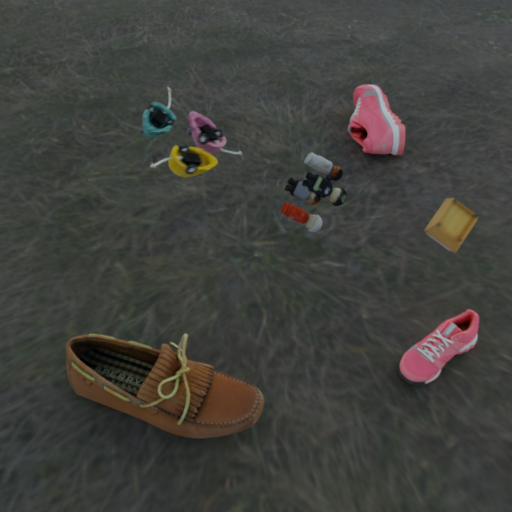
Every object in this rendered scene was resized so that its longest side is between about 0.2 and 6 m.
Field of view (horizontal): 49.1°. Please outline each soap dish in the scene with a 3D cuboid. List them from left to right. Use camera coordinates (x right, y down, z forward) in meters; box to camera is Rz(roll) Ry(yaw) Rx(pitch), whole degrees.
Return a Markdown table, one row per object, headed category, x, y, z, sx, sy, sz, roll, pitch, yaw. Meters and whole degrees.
| category | x | y | z | sx | sy | sz | roll | pitch | yaw |
| --- | --- | --- | --- | --- | --- | --- | --- | --- | --- |
| soap dish | 3.223 | -0.524 | 9.188 | 0.618 | 0.319 | 0.786 | 38 | 68 | 5 |

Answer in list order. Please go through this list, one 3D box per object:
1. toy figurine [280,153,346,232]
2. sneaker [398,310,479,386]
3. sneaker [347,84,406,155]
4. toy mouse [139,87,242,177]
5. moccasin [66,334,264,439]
| category | x | y | z | sx | sy | sz | roll | pitch | yaw |
| --- | --- | --- | --- | --- | --- | --- | --- | --- | --- |
| toy figurine | 0.916 | -0.991 | 8.710 | 0.698 | 1.004 | 0.988 | 27 | 39 | -13 |
| sneaker | 2.860 | 1.353 | 8.761 | 1.684 | 0.730 | 0.621 | -30 | 52 | -25 |
| sneaker | 2.607 | -3.265 | 13.187 | 1.092 | 0.928 | 2.517 | -10 | 46 | -8 |
| toy mouse | -0.901 | -1.464 | 6.743 | 1.500 | 0.290 | 1.333 | -6 | 59 | -42 |
| moccasin | -1.345 | 1.761 | 8.055 | 2.981 | 1.151 | 1.090 | 17 | 48 | 16 |
